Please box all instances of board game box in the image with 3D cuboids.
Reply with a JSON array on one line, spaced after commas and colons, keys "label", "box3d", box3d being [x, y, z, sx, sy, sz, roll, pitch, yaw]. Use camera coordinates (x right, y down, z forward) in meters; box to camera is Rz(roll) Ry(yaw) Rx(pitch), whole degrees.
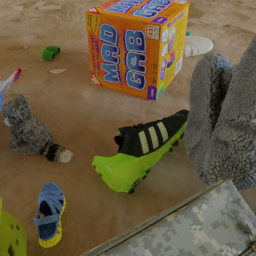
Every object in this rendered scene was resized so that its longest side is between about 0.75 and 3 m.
[{"label": "board game box", "box3d": [0.345, -2.639, 8.776, 2.306, 2.306, 2.308, 18, 43, 21]}]

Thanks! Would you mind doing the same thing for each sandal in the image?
[{"label": "sandal", "box3d": [-1.446, 1.466, 5.130, 0.508, 0.556, 1.277, -15, 39, -5]}]

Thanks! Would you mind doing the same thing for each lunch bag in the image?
[{"label": "lunch bag", "box3d": [0.653, 2.210, 3.228, 2.740, 1.909, 2.298, -21, 69, -23]}]

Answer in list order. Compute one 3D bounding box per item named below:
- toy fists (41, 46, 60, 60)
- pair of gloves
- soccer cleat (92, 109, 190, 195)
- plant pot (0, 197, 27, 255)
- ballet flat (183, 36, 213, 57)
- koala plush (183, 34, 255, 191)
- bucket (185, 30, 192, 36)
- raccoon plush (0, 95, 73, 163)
[{"label": "toy fists", "box3d": [-2.959, -2.845, 10.626, 0.504, 0.340, 0.989, 12, 39, 3]}, {"label": "pair of gloves", "box3d": [-3.436, -0.458, 6.755, 2.091, 0.296, 2.601, -34, 34, 24]}, {"label": "soccer cleat", "box3d": [0.441, 0.229, 6.242, 1.153, 0.961, 2.845, 41, 54, 14]}, {"label": "plant pot", "box3d": [-2.346, 1.919, 3.875, 1.550, 1.413, 1.558, -10, 43, -13]}, {"label": "ballet flat", "box3d": [2.003, -3.099, 10.713, 2.360, 0.820, 0.820, 19, 43, 28]}, {"label": "koala plush", "box3d": [2.871, 0.027, 5.299, 2.984, 2.742, 2.646, 14, -5, -16]}, {"label": "bucket", "box3d": [2.178, -3.628, 11.423, 0.815, 0.530, 0.815, 0, 40, 0]}, {"label": "raccoon plush", "box3d": [-2.068, -0.038, 6.454, 1.821, 1.220, 0.881, 11, 40, 13]}]
